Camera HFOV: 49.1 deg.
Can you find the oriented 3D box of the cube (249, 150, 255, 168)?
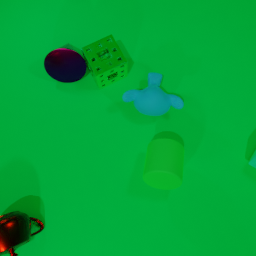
[{"bbox_3d":[3.628,0.647,6.940,0.781,0.781,0.781,31,62,18],"label":"cube"}]

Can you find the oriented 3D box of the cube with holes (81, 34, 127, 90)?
[{"bbox_3d":[-0.639,-1.835,7.901,0.930,0.930,0.930,-27,77,-7],"label":"cube with holes"}]

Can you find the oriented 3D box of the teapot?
[{"bbox_3d":[-2.889,2.595,6.527,1.982,1.232,0.970,-12,67,-45],"label":"teapot"}]

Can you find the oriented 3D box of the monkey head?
[{"bbox_3d":[0.678,-0.911,7.517,1.597,0.962,1.149,8,100,0],"label":"monkey head"}]

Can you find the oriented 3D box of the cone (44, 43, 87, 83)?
[{"bbox_3d":[-1.778,-2.143,8.170,1.170,1.170,1.174,-4,49,-1],"label":"cone"}]

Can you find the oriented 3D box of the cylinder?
[{"bbox_3d":[0.904,0.910,7.025,0.959,0.959,0.959,10,54,3],"label":"cylinder"}]
